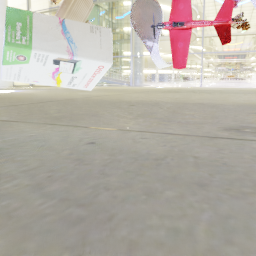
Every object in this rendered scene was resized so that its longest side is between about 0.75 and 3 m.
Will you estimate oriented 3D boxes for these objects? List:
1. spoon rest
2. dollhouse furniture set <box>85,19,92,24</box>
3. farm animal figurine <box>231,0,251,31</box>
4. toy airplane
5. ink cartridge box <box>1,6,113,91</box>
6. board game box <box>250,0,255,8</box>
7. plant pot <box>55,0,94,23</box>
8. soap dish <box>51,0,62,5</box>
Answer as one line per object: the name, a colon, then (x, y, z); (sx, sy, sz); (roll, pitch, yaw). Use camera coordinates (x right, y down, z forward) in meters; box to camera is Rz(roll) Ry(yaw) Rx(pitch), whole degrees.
spoon rest: (0.972, -3.606, 10.828); (1.398, 2.814, 0.853); (-12, 22, 35)
dollhouse furniture set: (-1.791, -3.358, 10.479); (1.328, 0.692, 1.343); (-32, 27, 11)
farm animal figurine: (3.254, -3.538, 8.685); (0.609, 1.211, 0.978); (-24, 31, 23)
toy airplane: (2.068, -3.177, 8.682); (2.842, 2.842, 0.523); (3, 17, 19)
ink cartridge box: (-1.728, -1.755, 6.732); (2.353, 0.988, 1.704); (3, -17, -25)
board game box: (1.709, -2.339, 3.770); (0.265, 1.287, 1.290); (-35, 2, 11)
plant pot: (-1.771, -3.974, 9.389); (0.910, 1.972, 1.972); (30, -1, -21)
soap dish: (-1.367, -3.051, 4.893); (0.532, 1.030, 1.310); (-33, -15, -36)
